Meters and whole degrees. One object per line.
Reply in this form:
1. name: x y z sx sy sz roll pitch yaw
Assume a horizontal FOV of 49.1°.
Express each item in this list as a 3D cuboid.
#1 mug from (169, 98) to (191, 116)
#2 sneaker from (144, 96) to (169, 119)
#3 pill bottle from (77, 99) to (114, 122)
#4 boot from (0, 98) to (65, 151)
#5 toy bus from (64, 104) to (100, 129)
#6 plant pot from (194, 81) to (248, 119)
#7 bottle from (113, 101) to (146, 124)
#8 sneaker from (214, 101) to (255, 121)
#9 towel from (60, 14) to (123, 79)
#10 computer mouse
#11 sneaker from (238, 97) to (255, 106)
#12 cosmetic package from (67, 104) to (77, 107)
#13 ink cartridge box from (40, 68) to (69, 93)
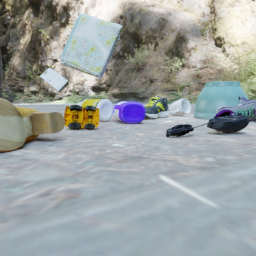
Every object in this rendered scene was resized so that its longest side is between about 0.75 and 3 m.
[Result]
1. mug: 2.513 -0.953 14.202 0.938 0.789 1.069 -17 12 48
2. sneaker: 1.099 -0.950 12.714 0.893 1.015 2.399 3 7 31
3. pill bottle: -1.387 -0.723 11.225 1.568 0.878 0.878 6 9 43
4. boot: -2.679 -0.025 5.415 1.842 0.905 2.572 -3 0 26
5. toy bus: -1.329 -0.256 8.405 1.012 0.687 0.971 2 -10 0
6. plant pot: 4.259 -1.268 12.699 2.479 1.661 2.479 0 7 0
7. bottle: -0.064 -0.638 10.849 0.990 0.774 2.371 1 5 -14
8. sneaker: 4.371 -0.505 10.768 2.025 0.754 0.886 -8 14 30
9. towel: -1.388 -3.079 10.516 1.831 2.140 0.515 24 2 14
10. computer mouse: 2.006 0.033 6.961 2.444 0.416 0.716 -9 11 -20
11. sneaker: 5.276 -0.852 11.354 1.649 0.722 0.614 16 -29 1
12. cosmetic package: -1.887 -0.825 13.239 1.813 0.663 0.939 -1 6 1
13. ink cartridge box: -2.891 -1.878 11.034 1.031 0.562 0.260 36 -18 16
